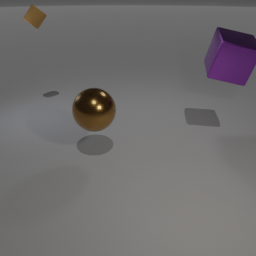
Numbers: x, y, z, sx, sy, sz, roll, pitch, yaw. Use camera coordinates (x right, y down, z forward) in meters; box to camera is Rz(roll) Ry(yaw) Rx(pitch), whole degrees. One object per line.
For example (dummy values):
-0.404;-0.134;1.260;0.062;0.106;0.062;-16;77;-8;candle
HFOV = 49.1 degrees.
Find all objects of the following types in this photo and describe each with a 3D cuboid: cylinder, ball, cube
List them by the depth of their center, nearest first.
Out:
-1.082;-0.583;8.976;1.400;1.400;1.400;0;27;0;ball
3.676;-2.565;10.019;1.400;1.400;1.400;13;39;-1;cube
-3.885;-4.642;11.698;0.700;0.700;0.700;35;8;-6;cylinder
